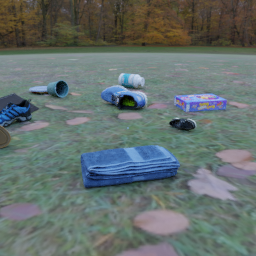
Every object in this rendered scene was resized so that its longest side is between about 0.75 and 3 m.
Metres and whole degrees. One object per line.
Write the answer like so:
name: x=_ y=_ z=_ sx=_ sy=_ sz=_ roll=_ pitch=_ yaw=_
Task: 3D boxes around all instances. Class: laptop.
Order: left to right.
laptop: x=-5.682 y=-0.752 z=12.839 sx=2.140 sy=1.240 sz=2.004 roll=-24 pitch=10 yaw=22

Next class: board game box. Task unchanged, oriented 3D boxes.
board game box: x=3.502 y=-1.257 z=13.715 sx=2.091 sy=0.468 sz=1.406 roll=-4 pitch=20 yaw=-12

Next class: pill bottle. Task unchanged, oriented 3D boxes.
pill bottle: x=0.256 y=-3.076 z=18.353 sx=1.601 sy=0.887 sz=0.887 roll=11 pitch=22 yaw=27

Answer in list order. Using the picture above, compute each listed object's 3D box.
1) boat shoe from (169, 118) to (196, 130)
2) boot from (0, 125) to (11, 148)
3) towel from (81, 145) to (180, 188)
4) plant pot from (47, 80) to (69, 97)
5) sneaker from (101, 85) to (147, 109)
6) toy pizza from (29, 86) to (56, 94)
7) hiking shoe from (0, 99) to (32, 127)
boat shoe: x=2.021 y=-0.144 z=10.560 sx=0.393 sy=0.443 sz=1.184 roll=-14 pitch=22 yaw=-34
boot: x=-5.053 y=0.017 z=9.403 sx=2.407 sy=0.887 sz=1.862 roll=19 pitch=-4 yaw=-14
towel: x=-0.007 y=0.897 z=7.313 sx=2.420 sy=0.587 sz=1.351 roll=-5 pitch=19 yaw=-14
plant pot: x=-4.073 y=-2.235 z=15.995 sx=0.946 sy=0.966 sz=0.966 roll=5 pitch=18 yaw=37
sneaker: x=-0.356 y=-1.478 z=13.619 sx=2.484 sy=0.976 sz=1.107 roll=12 pitch=20 yaw=31
toy pizza: x=-5.177 y=-2.313 z=17.108 sx=1.633 sy=0.259 sz=1.633 roll=1 pitch=18 yaw=0
hiking shoe: x=-4.792 y=-0.606 z=11.098 sx=0.758 sy=0.884 sz=2.038 roll=19 pitch=26 yaw=29
